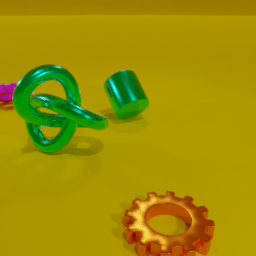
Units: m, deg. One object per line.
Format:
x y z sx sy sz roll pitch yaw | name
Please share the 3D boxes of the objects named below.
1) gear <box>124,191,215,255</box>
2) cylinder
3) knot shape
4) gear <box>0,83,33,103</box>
0.561 1.343 3.918 1.216 0.225 1.216 0 24 0 | gear
-0.050 -0.890 7.582 0.980 0.980 0.980 -13 67 -27 | cylinder
-1.452 -0.394 5.537 1.933 1.808 0.893 -8 45 15 | knot shape
-3.597 -1.053 8.513 1.316 0.243 1.316 -12 -4 -1 | gear
